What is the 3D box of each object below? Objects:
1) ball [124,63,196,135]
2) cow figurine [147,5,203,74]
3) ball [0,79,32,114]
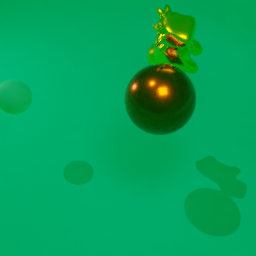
[{"bbox_3d":[0.552,-0.489,4.847,1.228,1.228,1.228,0,50,0],"label":"ball"},{"bbox_3d":[0.752,-1.531,5.215,1.428,1.451,0.797,24,74,-33],"label":"cow figurine"},{"bbox_3d":[-2.473,-0.675,6.079,0.750,0.750,0.750,0,50,0],"label":"ball"}]
